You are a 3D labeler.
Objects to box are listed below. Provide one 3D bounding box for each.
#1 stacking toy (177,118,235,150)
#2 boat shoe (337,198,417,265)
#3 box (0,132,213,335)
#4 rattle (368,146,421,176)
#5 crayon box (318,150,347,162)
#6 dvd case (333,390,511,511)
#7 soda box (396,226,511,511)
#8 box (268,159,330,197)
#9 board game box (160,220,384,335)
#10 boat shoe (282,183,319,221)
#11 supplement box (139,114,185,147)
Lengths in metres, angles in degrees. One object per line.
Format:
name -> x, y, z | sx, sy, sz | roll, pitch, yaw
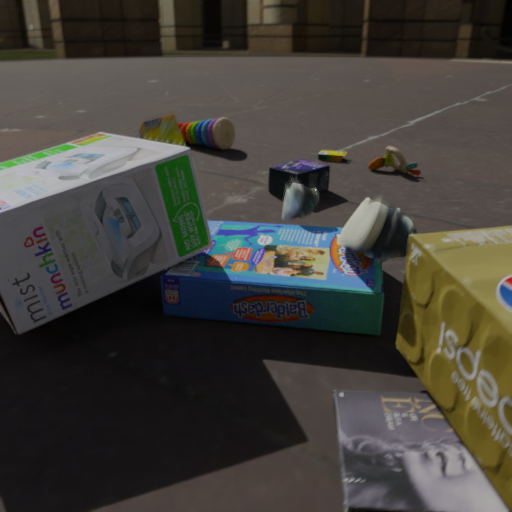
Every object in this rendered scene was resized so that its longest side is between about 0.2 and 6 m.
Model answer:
stacking toy -> -1.651, -3.489, 16.070 | 2.076, 0.886, 0.886 | 8, 24, 34
boat shoe -> 1.527, -0.321, 7.048 | 0.640, 0.775, 2.071 | 29, 1, -1
box -> -2.611, -0.532, 7.740 | 2.727, 1.494, 3.091 | -25, 27, -28
rattle -> 3.309, -2.111, 13.393 | 0.730, 0.665, 1.022 | -25, 59, -23
crayon box -> 2.011, -2.624, 14.724 | 0.702, 0.178, 0.445 | 7, 25, 18
dvd case -> 1.708, 1.722, 4.972 | 1.945, 0.155, 1.446 | 2, 25, 3
soda box -> 2.516, 1.236, 4.142 | 1.334, 1.412, 4.168 | -5, 27, -9
box -> 0.924, -1.651, 12.049 | 0.816, 0.575, 1.103 | 23, 32, 40
board game box -> 0.346, 0.193, 7.808 | 2.776, 0.625, 2.112 | 4, 25, 11
boat shoe -> 0.732, -0.856, 9.369 | 0.496, 0.551, 1.559 | 10, -1, -3
supplement box -> -1.725, -1.979, 10.784 | 0.669, 1.228, 0.673 | -20, 1, -17
